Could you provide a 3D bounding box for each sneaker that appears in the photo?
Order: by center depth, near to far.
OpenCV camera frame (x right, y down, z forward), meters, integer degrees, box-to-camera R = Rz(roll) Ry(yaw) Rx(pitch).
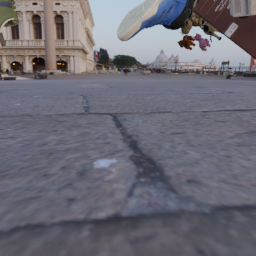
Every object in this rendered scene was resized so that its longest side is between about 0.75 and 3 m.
[{"bbox_3d":[-2.585,-2.441,5.642,0.658,1.962,0.881,-5,-31,44],"label":"sneaker"},{"bbox_3d":[0.982,-3.428,8.911,1.487,2.674,1.026,41,4,-39],"label":"sneaker"}]

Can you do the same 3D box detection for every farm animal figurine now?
[{"bbox_3d":[2.330,-3.596,9.427,1.053,1.997,2.019,19,-7,-21],"label":"farm animal figurine"}]

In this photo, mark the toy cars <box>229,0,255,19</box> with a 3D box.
[{"bbox_3d":[1.943,-2.638,5.225,2.224,0.997,0.492,26,46,-5],"label":"toy cars"}]

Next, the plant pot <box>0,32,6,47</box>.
[{"bbox_3d":[-3.829,-2.555,6.454,1.648,1.430,1.648,-2,21,1],"label":"plant pot"}]

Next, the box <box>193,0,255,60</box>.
[{"bbox_3d":[3.191,-2.616,6.829,2.955,1.480,1.107,48,30,22],"label":"box"}]
